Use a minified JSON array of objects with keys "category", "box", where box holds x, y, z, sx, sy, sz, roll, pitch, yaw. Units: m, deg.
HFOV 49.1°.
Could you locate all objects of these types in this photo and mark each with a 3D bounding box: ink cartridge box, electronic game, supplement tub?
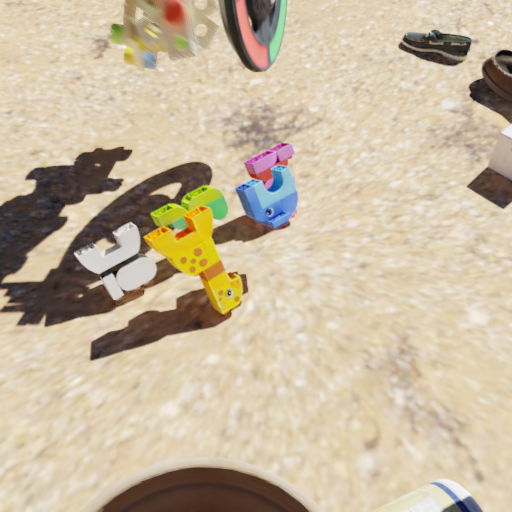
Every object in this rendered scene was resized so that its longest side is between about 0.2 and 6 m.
[{"category":"ink cartridge box","box":[4.858,-1.925,9.988,1.090,0.800,0.796,-34,58,-25]},{"category":"electronic game","box":[0.025,-4.117,8.447,0.533,2.564,2.564,6,49,18]},{"category":"supplement tub","box":[1.558,3.006,5.607,1.453,1.049,1.049,-18,52,-15]}]

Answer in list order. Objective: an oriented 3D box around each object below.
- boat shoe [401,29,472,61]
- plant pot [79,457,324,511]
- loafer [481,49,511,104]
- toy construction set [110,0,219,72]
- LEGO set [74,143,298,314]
[{"category":"boat shoe","box":[4.113,-4.919,12.763,1.569,0.473,0.593,18,52,15]},{"category":"plant pot","box":[-0.501,3.492,4.969,2.996,1.383,2.996,0,51,0]},{"category":"loafer","box":[6.049,-3.474,11.095,3.168,1.124,1.157,36,58,27]},{"category":"toy construction set","box":[-1.555,-3.911,8.325,1.610,2.292,3.496,4,18,-17]},{"category":"LEGO set","box":[-0.526,-0.159,8.271,3.715,1.524,1.417,-30,25,-18]}]
